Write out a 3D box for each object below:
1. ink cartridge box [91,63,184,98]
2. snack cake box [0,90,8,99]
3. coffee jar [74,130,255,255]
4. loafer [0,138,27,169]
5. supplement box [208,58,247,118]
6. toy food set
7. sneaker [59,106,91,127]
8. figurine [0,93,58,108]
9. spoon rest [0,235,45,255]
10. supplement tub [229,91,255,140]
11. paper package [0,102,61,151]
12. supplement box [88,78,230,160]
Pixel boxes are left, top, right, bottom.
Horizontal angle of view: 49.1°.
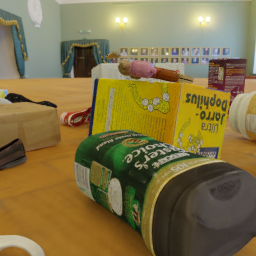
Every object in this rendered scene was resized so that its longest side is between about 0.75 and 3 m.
[{"bbox_3d":[0.285,-1.086,9.373,2.725,1.980,1.971,-3,7,-15],"label":"ink cartridge box"},{"bbox_3d":[-6.816,-1.150,12.344,1.607,0.939,2.794,3,13,10],"label":"snack cake box"},{"bbox_3d":[0.335,0.743,3.622,1.286,1.052,2.467,-9,16,-33],"label":"coffee jar"},{"bbox_3d":[-2.738,0.605,5.453,0.599,0.525,1.667,7,14,29],"label":"loafer"},{"bbox_3d":[4.000,-1.664,11.507,0.987,2.305,1.272,-3,13,-13],"label":"supplement box"},{"bbox_3d":[0.524,-1.112,5.890,2.016,0.317,1.281,14,5,-15],"label":"toy food set"},{"bbox_3d":[-1.769,-0.498,10.172,0.966,0.655,1.672,10,15,34],"label":"sneaker"},{"bbox_3d":[-4.126,-0.790,11.144,2.081,0.918,2.133,5,14,4],"label":"figurine"},{"bbox_3d":[-1.399,1.288,2.930,1.012,0.307,0.503,1,13,2],"label":"spoon rest"},{"bbox_3d":[3.848,-0.275,7.467,1.364,1.364,1.886,-10,16,-38],"label":"supplement tub"},{"bbox_3d":[-3.077,-0.028,7.175,1.971,1.020,1.879,-13,18,-43],"label":"paper package"},{"bbox_3d":[0.534,-0.234,6.353,1.557,1.566,2.860,2,9,-39],"label":"supplement box"}]
